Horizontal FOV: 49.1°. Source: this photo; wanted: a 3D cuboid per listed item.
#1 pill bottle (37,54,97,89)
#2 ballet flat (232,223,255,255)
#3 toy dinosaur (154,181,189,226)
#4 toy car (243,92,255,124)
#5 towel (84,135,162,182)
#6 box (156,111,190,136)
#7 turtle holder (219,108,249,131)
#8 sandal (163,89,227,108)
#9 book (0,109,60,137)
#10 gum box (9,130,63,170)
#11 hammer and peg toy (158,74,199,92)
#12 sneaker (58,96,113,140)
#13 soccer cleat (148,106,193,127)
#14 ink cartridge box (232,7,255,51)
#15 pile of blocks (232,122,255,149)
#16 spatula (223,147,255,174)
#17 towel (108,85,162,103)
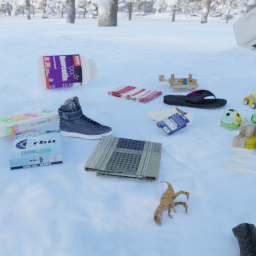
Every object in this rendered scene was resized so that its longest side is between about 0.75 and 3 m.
[{"bbox_3d":[-3.182,-3.008,14.711,2.968,1.669,1.669,-8,26,-15],"label":"pill bottle"},{"bbox_3d":[2.096,2.341,4.915,0.478,0.559,1.683,-31,8,28],"label":"ballet flat"},{"bbox_3d":[0.980,1.561,6.427,0.827,0.471,1.558,7,26,17],"label":"toy dinosaur"},{"bbox_3d":[5.746,-0.782,11.189,2.897,0.646,2.726,20,31,36],"label":"toy car"},{"bbox_3d":[-0.065,0.873,8.154,2.050,0.368,2.129,7,24,8],"label":"towel"},{"bbox_3d":[1.611,-0.155,9.924,1.047,0.170,0.634,-27,54,-17],"label":"box"},{"bbox_3d":[3.798,-0.304,10.158,0.710,0.664,0.935,-4,25,-11],"label":"turtle holder"},{"bbox_3d":[2.951,-1.329,12.332,2.785,0.667,1.047,5,25,10],"label":"sandal"},{"bbox_3d":[-3.661,-0.187,9.850,1.470,0.529,2.200,9,21,43],"label":"book"},{"bbox_3d":[-2.749,0.604,8.547,1.437,0.377,1.691,-6,25,-12],"label":"gum box"},{"bbox_3d":[2.567,-2.313,14.454,1.911,0.674,1.406,-2,27,-3],"label":"hammer and peg toy"},{"bbox_3d":[-1.458,-0.361,9.484,1.903,1.375,0.723,4,23,4],"label":"sneaker"},{"bbox_3d":[1.596,-0.531,10.628,1.749,0.678,0.606,12,28,25],"label":"soccer cleat"},{"bbox_3d":[4.074,-2.806,7.995,1.737,0.727,1.253,4,-20,-32],"label":"ink cartridge box"},{"bbox_3d":[4.821,0.230,8.695,2.962,0.921,1.216,-2,24,-2],"label":"pile of blocks"},{"bbox_3d":[3.764,1.030,7.936,1.832,0.147,1.274,12,27,25],"label":"spatula"},{"bbox_3d":[0.337,-1.733,13.703,2.239,0.255,1.613,16,29,31],"label":"towel"}]
